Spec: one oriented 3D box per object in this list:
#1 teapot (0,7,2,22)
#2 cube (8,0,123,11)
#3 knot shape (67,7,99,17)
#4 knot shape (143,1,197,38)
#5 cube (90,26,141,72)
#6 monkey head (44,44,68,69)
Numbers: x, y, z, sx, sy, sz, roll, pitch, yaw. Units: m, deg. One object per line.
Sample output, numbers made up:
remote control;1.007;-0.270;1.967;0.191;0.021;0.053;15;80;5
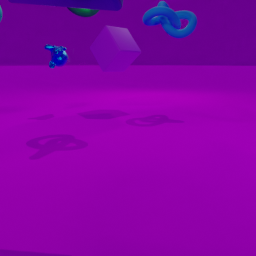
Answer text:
teapot;-3.588;-2.907;7.122;0.704;1.132;0.554;-1;10;29
cube;-0.701;-2.002;2.464;1.320;1.320;1.320;8;-2;8
knot shape;-0.934;-3.235;6.569;1.411;0.697;1.508;-43;-5;40
knot shape;1.177;-3.360;8.596;1.511;0.746;1.614;-3;38;-29
cube;-0.427;-2.610;9.363;1.049;1.049;1.049;-13;-21;-46
monkey head;-2.265;-2.268;8.790;0.740;0.620;1.029;19;35;4
